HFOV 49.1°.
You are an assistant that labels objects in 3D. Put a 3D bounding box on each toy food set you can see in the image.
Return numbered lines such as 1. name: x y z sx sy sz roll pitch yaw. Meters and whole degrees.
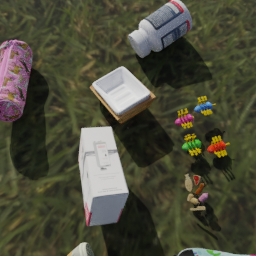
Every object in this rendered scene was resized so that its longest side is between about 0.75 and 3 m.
1. toy food set: 1.587 1.453 6.424 0.526 0.130 0.828 -16 68 39

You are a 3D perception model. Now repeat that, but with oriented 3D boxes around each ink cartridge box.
1. ink cartridge box: -0.595 0.993 5.941 0.704 1.245 1.700 -3 48 -17

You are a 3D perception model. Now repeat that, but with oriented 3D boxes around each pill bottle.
1. pill bottle: 0.907 -2.851 8.180 1.702 1.018 1.018 -35 69 -3

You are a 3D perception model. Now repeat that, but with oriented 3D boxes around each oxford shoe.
1. oxford shoe: -0.753 3.174 5.497 0.526 0.685 1.823 -20 91 0

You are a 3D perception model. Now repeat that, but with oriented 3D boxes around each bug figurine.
1. bug figurine: 1.833 0.040 7.051 1.224 0.406 1.578 -11 77 -13

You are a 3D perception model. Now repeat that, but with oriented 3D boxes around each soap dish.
1. soap dish: -0.154 -0.869 7.403 1.157 0.597 1.471 -32 55 -12

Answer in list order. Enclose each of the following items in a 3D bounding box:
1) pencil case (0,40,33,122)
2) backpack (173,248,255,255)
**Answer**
1. pencil case: -3.101 -1.266 7.384 0.978 0.936 2.261 23 50 -38
2. backpack: 1.864 3.177 4.933 2.121 1.883 1.597 3 26 -7
